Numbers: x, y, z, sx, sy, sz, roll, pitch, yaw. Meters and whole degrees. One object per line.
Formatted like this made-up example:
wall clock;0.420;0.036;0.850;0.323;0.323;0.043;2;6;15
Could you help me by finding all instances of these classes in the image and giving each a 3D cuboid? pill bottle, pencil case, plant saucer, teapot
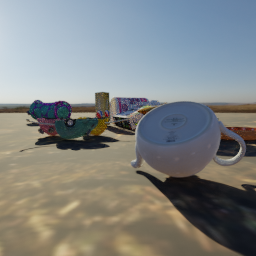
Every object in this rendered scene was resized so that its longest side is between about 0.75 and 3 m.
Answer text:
pill bottle;0.345;-0.824;13.455;2.283;1.294;1.294;-1;4;-19
pencil case;-4.185;-0.921;14.926;2.700;1.248;1.149;5;36;41
plant saucer;2.818;0.130;7.426;1.599;0.258;1.599;0;3;0
teapot;0.614;0.208;3.223;1.001;0.741;1.014;-31;34;-18

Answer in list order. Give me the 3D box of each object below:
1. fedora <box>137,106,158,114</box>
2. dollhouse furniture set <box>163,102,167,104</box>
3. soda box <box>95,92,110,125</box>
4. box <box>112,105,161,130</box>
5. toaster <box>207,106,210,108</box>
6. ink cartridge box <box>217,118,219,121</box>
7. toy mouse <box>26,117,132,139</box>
fedora;1.170;-0.165;7.691;1.971;0.804;1.971;-1;-1;0
dollhouse furniture set;1.303;-0.967;15.481;2.978;1.318;1.543;-2;5;-35
soda box;-1.138;-0.866;12.567;0.503;1.484;0.475;-2;1;35
box;0.378;-0.485;11.367;1.474;0.465;2.679;-21;9;-12
toaster;2.905;-0.594;13.017;1.499;0.890;1.356;-3;4;-14
ink cartridge box;3.873;-0.346;13.695;1.091;0.324;0.567;-3;5;-35
toy mouse;-1.663;-0.016;7.483;2.713;0.525;2.411;2;4;33
